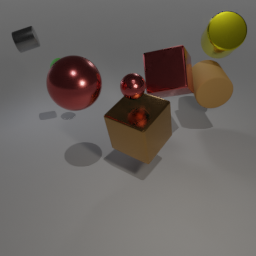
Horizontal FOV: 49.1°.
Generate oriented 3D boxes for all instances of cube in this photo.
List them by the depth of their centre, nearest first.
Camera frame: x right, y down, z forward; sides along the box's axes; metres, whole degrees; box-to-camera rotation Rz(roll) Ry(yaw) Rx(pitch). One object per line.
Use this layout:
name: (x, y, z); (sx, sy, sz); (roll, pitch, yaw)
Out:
cube: (0.347, -0.066, 8.319); (1.400, 1.400, 1.400); (22, 53, 30)
cube: (1.447, -1.896, 9.790); (1.400, 1.400, 1.400); (-6, -4, 22)

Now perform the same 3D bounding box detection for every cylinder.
cylinder: (-3.415, -2.973, 9.400); (0.700, 0.700, 0.700); (-20, 32, -4)
cylinder: (3.576, -3.469, 10.598); (1.400, 1.400, 1.400); (3, 2, 5)
cylinder: (3.160, -1.713, 10.877); (1.400, 1.400, 1.400); (-2, 39, -3)

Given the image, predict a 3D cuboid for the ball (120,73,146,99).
ball: (0.132, -1.121, 7.533); (0.700, 0.700, 0.700); (0, 30, 0)

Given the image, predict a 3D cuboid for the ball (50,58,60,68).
ball: (-2.547, -2.254, 10.436); (0.700, 0.700, 0.700); (0, 30, 0)

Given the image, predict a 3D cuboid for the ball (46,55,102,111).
ball: (-1.366, -1.138, 7.170); (1.400, 1.400, 1.400); (0, 30, 0)
